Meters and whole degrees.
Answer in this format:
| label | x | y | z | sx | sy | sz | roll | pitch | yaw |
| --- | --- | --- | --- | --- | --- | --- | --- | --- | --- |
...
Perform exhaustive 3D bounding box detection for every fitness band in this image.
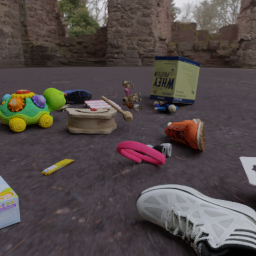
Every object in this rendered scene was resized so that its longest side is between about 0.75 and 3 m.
| label | x | y | z | sx | sy | sz | roll | pitch | yaw |
| --- | --- | --- | --- | --- | --- | --- | --- | --- | --- |
| fitness band | 0.320 | 0.652 | 6.969 | 1.321 | 0.247 | 0.949 | 28 | -22 | -33 |

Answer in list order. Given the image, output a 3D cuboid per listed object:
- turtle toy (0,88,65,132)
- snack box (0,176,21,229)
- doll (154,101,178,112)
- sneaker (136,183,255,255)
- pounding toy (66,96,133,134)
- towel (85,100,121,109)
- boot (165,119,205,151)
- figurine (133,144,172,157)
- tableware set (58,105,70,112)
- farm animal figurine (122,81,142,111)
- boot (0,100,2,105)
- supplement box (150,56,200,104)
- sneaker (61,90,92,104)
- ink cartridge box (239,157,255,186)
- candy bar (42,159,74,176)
| label | x | y | z | sx | sy | sz | roll | pitch | yaw |
| --- | --- | --- | --- | --- | --- | --- | --- | --- | --- |
| turtle toy | -3.803 | -0.829 | 11.140 | 2.773 | 1.401 | 2.021 | -12 | 20 | -36 |
| snack box | -2.895 | 1.333 | 5.016 | 1.385 | 0.556 | 1.642 | -12 | 21 | -38 |
| doll | 1.804 | -0.990 | 13.548 | 1.166 | 0.414 | 1.708 | -5 | 13 | -18 |
| sneaker | 0.959 | 1.456 | 4.202 | 1.990 | 0.751 | 1.145 | 8 | 15 | 18 |
| pounding toy | -1.089 | -0.619 | 10.397 | 2.451 | 1.406 | 1.402 | 2 | 17 | -4 |
| towel | -1.321 | -1.090 | 14.263 | 1.465 | 0.300 | 2.003 | -6 | 19 | -20 |
| boot | 1.766 | 0.204 | 8.752 | 1.210 | 0.847 | 2.257 | -2 | 7 | 6 |
| figurine | 0.698 | 0.618 | 7.826 | 0.859 | 0.379 | 0.881 | 3 | 4 | 26 |
| tableware set | -3.342 | -0.981 | 13.980 | 0.645 | 0.195 | 0.975 | -28 | 24 | -37 |
| farm animal figurine | 0.053 | -1.202 | 10.697 | 0.561 | 1.076 | 1.064 | -6 | -8 | 35 |
| boot | -5.083 | -1.005 | 13.647 | 2.013 | 0.732 | 2.138 | 1 | 21 | -27 |
| supplement box | 2.534 | -2.531 | 15.022 | 1.522 | 2.265 | 2.267 | 13 | 10 | 41 |
| sneaker | -3.122 | -1.813 | 15.624 | 2.192 | 0.826 | 0.860 | 0 | 23 | -9 |
| ink cartridge box | 3.311 | 1.182 | 5.079 | 2.357 | 0.800 | 1.357 | 4 | 16 | 13 |
| candy bar | -1.767 | 0.970 | 7.128 | 0.260 | 0.116 | 1.043 | 4 | 16 | 27 |
